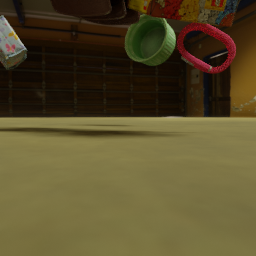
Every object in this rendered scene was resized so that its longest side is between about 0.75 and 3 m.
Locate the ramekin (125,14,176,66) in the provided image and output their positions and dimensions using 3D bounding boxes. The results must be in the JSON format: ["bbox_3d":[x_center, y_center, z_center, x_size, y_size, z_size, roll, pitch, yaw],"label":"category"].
[{"bbox_3d":[0.940,-3.500,11.318,1.988,1.988,0.971,2,-6,37],"label":"ramekin"}]

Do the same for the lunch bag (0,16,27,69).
[{"bbox_3d":[-4.394,-2.964,10.023,1.043,1.392,1.641,-38,9,-23],"label":"lunch bag"}]

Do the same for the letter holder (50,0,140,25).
[{"bbox_3d":[-1.021,-3.656,8.159,2.402,1.708,1.208,18,48,35],"label":"letter holder"}]

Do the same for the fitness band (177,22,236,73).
[{"bbox_3d":[1.867,-1.941,6.744,1.426,1.024,0.267,32,-2,6],"label":"fitness band"}]

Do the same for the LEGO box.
[{"bbox_3d":[1.113,-3.066,6.464,1.812,0.939,2.433,2,26,-13],"label":"LEGO box"}]
